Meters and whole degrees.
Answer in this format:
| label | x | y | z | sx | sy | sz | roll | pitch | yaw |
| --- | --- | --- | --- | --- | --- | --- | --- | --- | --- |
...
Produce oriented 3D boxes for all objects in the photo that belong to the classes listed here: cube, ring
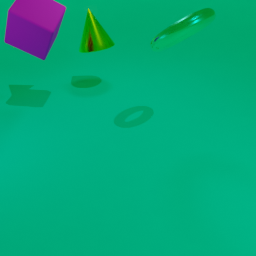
| label | x | y | z | sx | sy | sz | roll | pitch | yaw |
| --- | --- | --- | --- | --- | --- | --- | --- | --- | --- |
| cube | -2.728 | -3.047 | 8.253 | 1.249 | 1.249 | 1.249 | 23 | 54 | -16 |
| ring | 1.329 | -2.390 | 6.906 | 1.714 | 0.343 | 1.714 | -27 | 7 | 4 |

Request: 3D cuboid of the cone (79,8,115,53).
| label | x | y | z | sx | sy | sz | roll | pitch | yaw |
| --- | --- | --- | --- | --- | --- | --- | --- | --- | --- |
| cone | -1.297 | -3.661 | 10.308 | 1.401 | 1.406 | 1.401 | -9 | 28 | 5 |
